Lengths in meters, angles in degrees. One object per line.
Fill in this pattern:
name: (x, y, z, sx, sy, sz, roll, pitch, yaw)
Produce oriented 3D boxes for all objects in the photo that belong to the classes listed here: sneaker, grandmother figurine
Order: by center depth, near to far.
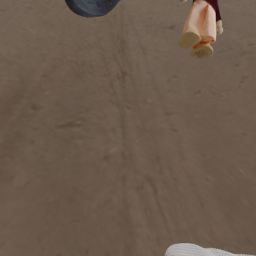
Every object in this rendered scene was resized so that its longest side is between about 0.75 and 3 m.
sneaker: (1.555, 2.648, 4.260, 2.244, 0.843, 1.290, 12, 101, 4)
grandmother figurine: (1.467, -2.250, 5.332, 0.594, 1.189, 1.960, -7, 58, 41)
sneaker: (-0.817, -2.874, 6.142, 1.069, 0.914, 2.607, -13, 26, 30)
